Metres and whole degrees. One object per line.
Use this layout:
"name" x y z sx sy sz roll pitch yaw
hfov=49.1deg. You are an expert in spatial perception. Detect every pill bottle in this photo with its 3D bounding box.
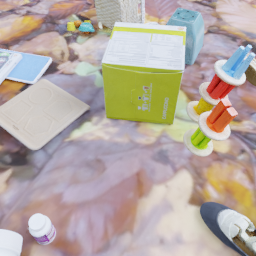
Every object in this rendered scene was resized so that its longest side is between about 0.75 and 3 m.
"pill bottle" -2.213 2.579 7.186 0.550 0.980 0.550 0 51 0
"pill bottle" -3.074 3.692 5.877 1.547 1.547 2.794 -1 50 -1

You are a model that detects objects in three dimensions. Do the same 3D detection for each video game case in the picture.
"video game case" -5.982 -2.633 11.813 2.261 0.264 2.056 12 51 10

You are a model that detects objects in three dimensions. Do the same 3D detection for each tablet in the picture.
"tablet" -4.874 -2.697 12.140 2.722 0.186 1.771 12 51 11

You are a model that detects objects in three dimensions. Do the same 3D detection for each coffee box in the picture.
"coffee box" 0.588 -1.916 9.937 2.533 2.529 2.505 6 50 5

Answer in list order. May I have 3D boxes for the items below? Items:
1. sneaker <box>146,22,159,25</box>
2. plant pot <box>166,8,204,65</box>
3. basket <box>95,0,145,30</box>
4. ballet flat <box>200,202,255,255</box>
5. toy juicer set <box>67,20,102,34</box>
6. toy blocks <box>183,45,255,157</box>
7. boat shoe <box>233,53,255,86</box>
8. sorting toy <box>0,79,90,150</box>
"sneaker" 0.508 -3.632 12.354 2.799 1.098 1.111 -34 52 -12
"plant pot" 2.400 -4.183 12.353 1.741 1.779 1.746 20 52 16
"basket" -0.400 -5.984 13.756 2.028 2.010 1.631 35 63 25
"ballet flat" 3.035 2.782 7.037 1.027 1.027 2.812 -30 56 -23
"toy juicer set" -1.983 -4.996 13.945 1.871 0.509 1.190 9 32 12
"toy blocks" 2.060 -0.611 6.224 0.782 2.152 1.794 19 50 -5
"boat shoe" 5.176 -2.524 11.595 0.745 0.794 2.153 -17 51 -6
"sorting toy" -3.183 -0.559 10.205 2.576 0.508 2.783 31 52 24
